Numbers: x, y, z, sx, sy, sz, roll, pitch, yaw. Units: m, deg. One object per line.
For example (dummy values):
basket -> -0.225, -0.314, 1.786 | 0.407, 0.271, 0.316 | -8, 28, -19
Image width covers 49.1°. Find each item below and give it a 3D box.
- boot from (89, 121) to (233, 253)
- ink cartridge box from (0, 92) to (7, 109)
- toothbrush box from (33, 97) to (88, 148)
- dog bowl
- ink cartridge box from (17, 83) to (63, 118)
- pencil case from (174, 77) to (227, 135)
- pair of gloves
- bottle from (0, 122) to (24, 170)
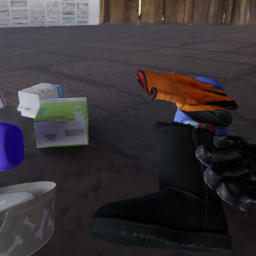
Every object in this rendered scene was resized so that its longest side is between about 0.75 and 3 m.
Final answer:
boot -> 0.500, 0.654, 3.539 | 1.955, 0.724, 1.602 | 15, 59, -22
ink cartridge box -> -4.117, -0.589, 5.364 | 2.869, 1.188, 2.102 | -27, 29, -22
toothbrush box -> -1.548, -0.191, 6.786 | 1.148, 0.679, 1.576 | -3, 25, -7
dog bowl -> -1.634, 1.063, 2.933 | 1.837, 0.539, 1.837 | -11, 1, 0
ink cartridge box -> -2.508, -0.769, 8.012 | 0.748, 0.729, 1.163 | 11, 26, 21
pencil case -> 1.449, -0.150, 5.833 | 1.151, 1.034, 2.650 | 7, 32, 14
pair of gloves -> 1.373, 0.059, 4.084 | 2.234, 0.310, 2.508 | 3, 46, -38
bottle -> -2.979, 0.418, 5.155 | 2.072, 0.865, 0.676 | -6, -6, 12
